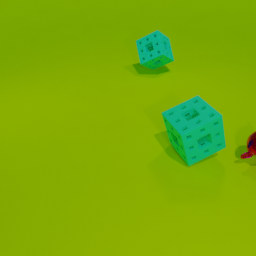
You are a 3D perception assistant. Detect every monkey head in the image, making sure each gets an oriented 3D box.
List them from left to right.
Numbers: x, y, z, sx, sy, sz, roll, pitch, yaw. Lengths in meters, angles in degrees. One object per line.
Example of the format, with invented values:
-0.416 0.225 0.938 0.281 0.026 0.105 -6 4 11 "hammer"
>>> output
3.241 0.449 6.741 1.115 0.802 0.672 -48 39 -14 "monkey head"

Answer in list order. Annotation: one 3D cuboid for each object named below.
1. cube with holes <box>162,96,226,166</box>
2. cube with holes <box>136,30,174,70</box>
1.610 0.050 6.881 1.037 1.037 1.037 -26 38 -5 "cube with holes"
1.083 -3.076 11.191 1.010 1.010 1.010 -17 -12 32 "cube with holes"
